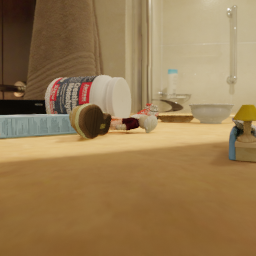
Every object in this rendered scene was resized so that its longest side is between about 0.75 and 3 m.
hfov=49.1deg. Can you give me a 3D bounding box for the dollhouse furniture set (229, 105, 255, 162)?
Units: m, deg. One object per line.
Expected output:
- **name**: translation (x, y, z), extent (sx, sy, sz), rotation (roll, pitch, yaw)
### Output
- **dollhouse furniture set**: translation (2.885, -0.367, 4.217), extent (2.335, 1.614, 2.473), rotation (2, 5, 28)

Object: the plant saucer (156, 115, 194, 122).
- **plant saucer**: translation (2.637, -0.517, 15.447), extent (2.144, 0.380, 2.144), rotation (0, 4, 0)

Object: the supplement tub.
- **supplement tub**: translation (-1.445, -0.946, 10.318), extent (2.728, 1.914, 1.914), rotation (1, 4, 22)

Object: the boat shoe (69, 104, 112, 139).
- **boat shoe**: translation (-1.108, -0.186, 7.106), extent (0.885, 0.832, 2.323), rotation (15, -3, 10)

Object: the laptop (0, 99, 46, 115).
- **laptop**: translation (-3.936, -0.516, 10.539), extent (1.815, 1.058, 2.049), rotation (0, 4, -11)

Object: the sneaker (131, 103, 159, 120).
- **sneaker**: translation (1.024, -1.024, 17.747), extent (2.009, 1.077, 0.671), rotation (-2, 4, -22)

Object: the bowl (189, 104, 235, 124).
- **bowl**: translation (4.099, -0.704, 13.826), extent (2.172, 0.976, 2.172), rotation (-1, 4, 0)

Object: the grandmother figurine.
- **grandmother figurine**: translation (-0.145, -0.139, 8.461), extent (2.070, 0.627, 1.255), rotation (-2, 19, 6)

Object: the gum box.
- **gum box**: translation (-2.847, -0.101, 8.044), extent (2.507, 0.559, 2.130), rotation (-3, 5, -38)
